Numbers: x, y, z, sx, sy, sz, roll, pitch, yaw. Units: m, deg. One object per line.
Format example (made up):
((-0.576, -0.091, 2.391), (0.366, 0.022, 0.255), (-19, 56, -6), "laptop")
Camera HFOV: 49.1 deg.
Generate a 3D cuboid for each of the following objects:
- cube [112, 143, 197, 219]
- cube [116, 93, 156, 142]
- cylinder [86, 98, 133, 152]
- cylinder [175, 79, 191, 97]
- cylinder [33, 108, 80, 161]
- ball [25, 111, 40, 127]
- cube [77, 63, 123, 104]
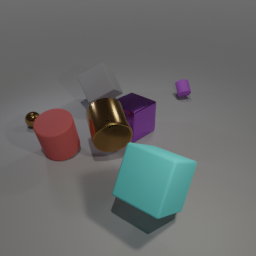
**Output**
((0.700, 1.281, 7.153), (1.400, 1.400, 1.400), (19, 4, 34), "cube")
((0.198, -0.481, 11.776), (1.400, 1.400, 1.400), (25, 39, 36), "cube")
((-0.679, -0.110, 9.836), (1.400, 1.400, 1.400), (-8, 46, -14), "cylinder")
((2.892, -2.093, 14.696), (0.700, 0.700, 0.700), (-6, 72, -10), "cylinder")
((-2.564, 0.246, 10.238), (1.400, 1.400, 1.400), (-3, 47, 3), "cylinder")
((-4.140, -0.375, 12.242), (0.700, 0.700, 0.700), (0, 31, 0), "ball")
((-1.299, -2.043, 13.383), (1.400, 1.400, 1.400), (-26, -6, 14), "cube")
